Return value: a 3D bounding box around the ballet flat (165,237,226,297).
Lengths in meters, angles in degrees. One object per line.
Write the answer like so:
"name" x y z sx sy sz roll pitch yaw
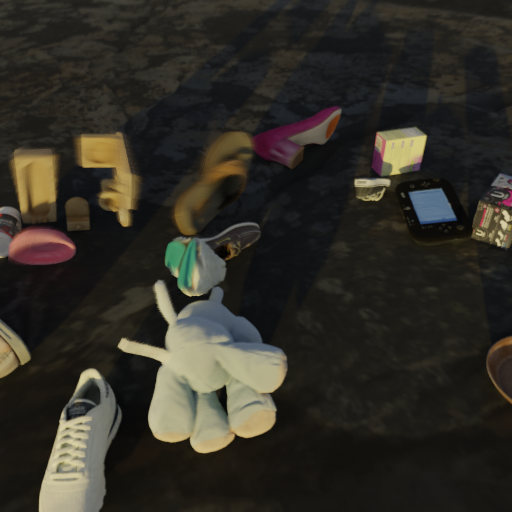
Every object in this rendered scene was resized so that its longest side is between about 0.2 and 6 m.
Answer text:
"ballet flat" -0.959 0.128 9.605 0.918 0.918 2.558 -11 14 -15

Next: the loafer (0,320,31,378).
"loafer" -4.840 1.173 9.274 2.590 0.931 0.814 27 52 27

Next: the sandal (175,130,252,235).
"sandal" -0.748 -1.600 12.223 0.783 1.172 2.869 5 48 36

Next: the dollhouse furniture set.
"dollhouse furniture set" -3.715 -1.216 11.373 2.105 2.002 1.715 -4 39 -19

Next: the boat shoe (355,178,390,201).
"boat shoe" 2.730 -1.550 13.121 0.561 0.519 1.520 7 11 27

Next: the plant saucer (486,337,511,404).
"plant saucer" 4.432 1.939 8.691 1.703 0.311 1.703 1 37 0

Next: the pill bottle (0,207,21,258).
"pill bottle" -5.265 -0.517 11.665 0.634 0.634 1.095 -5 37 -7

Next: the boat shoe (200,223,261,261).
"boat shoe" -0.621 -0.172 11.264 1.710 0.614 0.509 -20 49 -20

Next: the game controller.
"game controller" 3.892 -1.030 12.449 1.277 0.515 2.447 1 36 1

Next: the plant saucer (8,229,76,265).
"plant saucer" -4.112 -0.188 10.777 1.211 1.211 0.307 -6 68 -8

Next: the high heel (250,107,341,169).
"high heel" 1.127 -3.454 15.282 1.422 0.999 2.965 31 59 20

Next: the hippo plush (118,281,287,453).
"hippo plush" -0.819 1.559 8.272 2.419 1.927 1.945 32 6 -10

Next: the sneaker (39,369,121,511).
"sneaker" -2.381 2.569 7.385 0.850 0.895 2.225 0 39 -3

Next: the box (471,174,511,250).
"box" 5.284 -0.982 11.992 0.850 0.979 1.481 22 42 27

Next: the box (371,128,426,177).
"box" 3.594 -2.635 14.172 1.121 0.986 0.542 -10 38 -13
